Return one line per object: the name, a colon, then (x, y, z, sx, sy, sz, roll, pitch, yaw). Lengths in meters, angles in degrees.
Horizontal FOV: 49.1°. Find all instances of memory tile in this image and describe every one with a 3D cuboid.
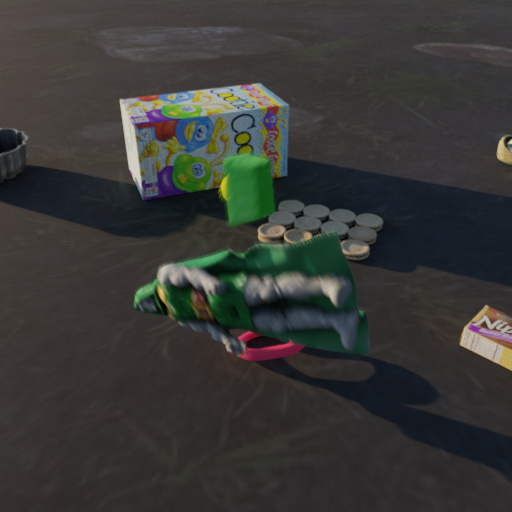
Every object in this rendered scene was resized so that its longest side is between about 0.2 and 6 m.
memory tile: (1.175, -0.490, 10.163, 2.023, 0.170, 1.550, 13, 35, 18)

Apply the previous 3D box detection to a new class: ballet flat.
ballet flat: (6.286, -2.159, 12.245, 0.739, 0.739, 2.091, -26, 41, -35)

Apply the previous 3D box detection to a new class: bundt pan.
bundt pan: (-5.910, -2.096, 12.145, 1.988, 0.746, 1.988, 0, 32, 0)

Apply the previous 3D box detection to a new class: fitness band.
fitness band: (0.197, 1.127, 7.488, 0.953, 0.178, 0.684, -11, 27, 0)

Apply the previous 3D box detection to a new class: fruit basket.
fruit basket: (-0.252, -1.009, 8.424, 1.080, 1.080, 0.779, 21, 27, 30)

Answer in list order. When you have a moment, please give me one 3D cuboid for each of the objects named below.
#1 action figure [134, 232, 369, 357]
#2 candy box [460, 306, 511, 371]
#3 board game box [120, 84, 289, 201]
action figure: (-0.263, 0.557, 6.717, 2.941, 1.737, 0.804, -1, 33, 30)
candy box: (3.433, 1.171, 7.397, 1.211, 0.342, 0.706, 29, 42, 35)
board game box: (-1.073, -2.474, 11.866, 3.159, 1.657, 1.627, -13, 35, -17)
